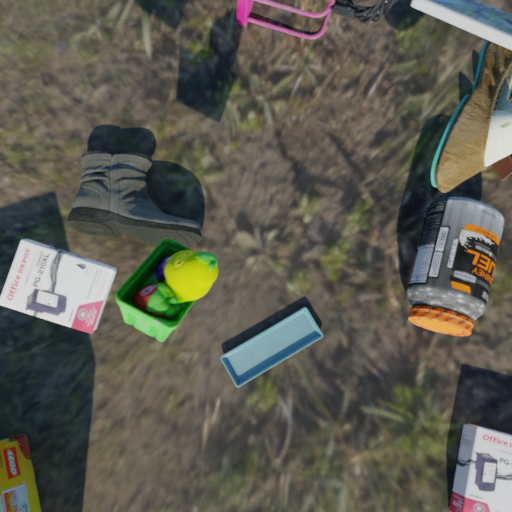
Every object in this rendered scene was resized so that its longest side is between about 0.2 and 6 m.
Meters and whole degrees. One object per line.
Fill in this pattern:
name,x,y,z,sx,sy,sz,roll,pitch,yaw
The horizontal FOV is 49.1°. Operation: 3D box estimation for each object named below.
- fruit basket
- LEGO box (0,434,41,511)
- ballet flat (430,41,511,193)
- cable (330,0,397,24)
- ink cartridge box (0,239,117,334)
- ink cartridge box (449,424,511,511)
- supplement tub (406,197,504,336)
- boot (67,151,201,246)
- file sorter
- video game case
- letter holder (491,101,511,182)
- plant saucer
fruit basket,-0.981,0.282,6.732,0.955,1.323,1.323,28,78,5
LEGO box,-3.752,4.173,7.380,1.223,2.361,3.171,-17,77,-3
ballet flat,3.246,-1.928,7.528,1.004,0.941,2.776,15,58,29
cable,1.680,-3.999,8.240,1.300,0.330,1.061,39,107,46
ink cartridge box,-2.002,0.304,5.702,0.960,0.405,0.695,19,87,-9
ink cartridge box,3.611,3.356,8.495,0.988,0.576,1.365,15,77,3
supplement tub,3.126,0.186,8.912,1.222,1.222,1.995,16,77,4
boot,-1.971,-1.059,9.484,2.324,0.787,1.518,9,71,1
file sorter,0.743,-5.339,9.480,1.715,2.735,1.900,16,77,1
video game case,2.242,-2.491,5.784,1.154,0.127,1.052,29,40,9
letter holder,4.331,-2.174,9.587,0.710,1.004,1.412,-27,78,-6
plant saucer,0.256,1.489,9.163,1.639,0.156,0.573,-30,79,-6
